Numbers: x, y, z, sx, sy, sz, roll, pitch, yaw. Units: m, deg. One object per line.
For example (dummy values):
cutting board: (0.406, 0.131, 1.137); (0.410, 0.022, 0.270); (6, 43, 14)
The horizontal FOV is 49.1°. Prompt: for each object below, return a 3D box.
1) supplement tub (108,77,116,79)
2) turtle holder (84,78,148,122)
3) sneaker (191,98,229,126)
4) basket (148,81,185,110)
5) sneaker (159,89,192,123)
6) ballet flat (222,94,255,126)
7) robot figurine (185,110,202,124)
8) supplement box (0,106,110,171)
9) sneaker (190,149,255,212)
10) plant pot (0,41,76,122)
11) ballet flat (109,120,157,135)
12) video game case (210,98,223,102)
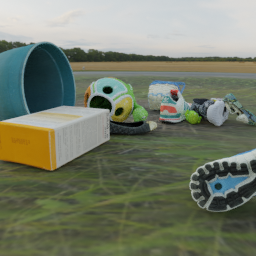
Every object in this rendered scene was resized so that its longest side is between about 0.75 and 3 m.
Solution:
supplement tub: (-0.897, -1.953, 15.055); (1.494, 1.494, 2.793); (-2, 15, -7)
turtle holder: (-0.585, -0.796, 10.559); (1.813, 2.386, 1.694); (-43, 1, 20)
sneaker: (3.137, -0.674, 11.213); (1.440, 0.955, 2.530); (9, 11, 28)
basket: (1.818, -1.744, 14.017); (1.734, 1.368, 1.967); (7, 47, 23)
sneaker: (2.190, -1.030, 11.881); (0.951, 1.262, 2.700); (9, 18, 33)
ballet flat: (4.287, -0.598, 10.860); (0.609, 0.609, 1.640); (-17, 61, -49)
robot figurine: (2.563, -0.426, 11.139); (0.699, 0.461, 0.797); (30, 12, -7)
supplement box: (-1.915, 0.133, 7.796); (1.764, 1.029, 2.799); (7, 16, 25)
sneaker: (2.387, 0.700, 4.902); (2.597, 1.018, 1.168); (-14, -8, 15)
plant pot: (-3.724, -1.242, 9.487); (2.795, 2.974, 2.974); (-1, 13, 18)
ballet flat: (-0.049, -0.105, 9.599); (2.132, 0.606, 0.708); (-1, 14, -5)
video game case: (5.590, -1.647, 16.571); (1.085, 0.138, 0.980); (-2, 14, -7)
